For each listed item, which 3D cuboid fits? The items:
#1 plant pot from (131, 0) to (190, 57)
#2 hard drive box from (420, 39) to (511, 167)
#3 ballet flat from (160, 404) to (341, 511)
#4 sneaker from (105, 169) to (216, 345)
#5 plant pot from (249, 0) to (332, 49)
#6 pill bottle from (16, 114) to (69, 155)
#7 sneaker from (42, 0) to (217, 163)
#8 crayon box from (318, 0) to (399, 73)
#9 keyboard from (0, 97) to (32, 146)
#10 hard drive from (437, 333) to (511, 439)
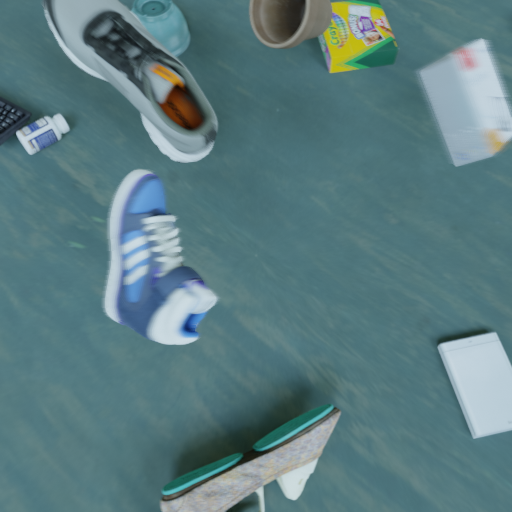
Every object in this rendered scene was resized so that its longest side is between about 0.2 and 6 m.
[{"bbox_3d":[-2.178,-5.067,12.161,1.399,0.937,1.399,0,61,-1],"label":"plant pot"},{"bbox_3d":[2.815,-2.025,7.403,1.051,0.518,1.349,-38,107,-41],"label":"hard drive box"},{"bbox_3d":[0.073,3.034,7.758,2.762,0.940,0.929,-25,84,-8],"label":"ballet flat"},{"bbox_3d":[-0.831,0.052,5.541,1.213,0.668,1.657,15,99,28],"label":"sneaker"},{"bbox_3d":[0.680,-4.074,9.336,1.091,1.251,1.251,-17,56,-48],"label":"plant pot"},{"bbox_3d":[-4.134,-2.393,10.905,0.900,0.499,0.499,-35,66,-18],"label":"pill bottle"},{"bbox_3d":[-1.699,-2.812,8.174,3.225,1.279,1.192,45,77,-12],"label":"sneaker"},{"bbox_3d":[2.142,-4.867,12.292,1.465,0.495,1.699,-8,61,-5],"label":"crayon box"},{"bbox_3d":[-5.674,-2.779,10.909,2.382,0.306,1.430,28,66,21],"label":"keyboard"},{"bbox_3d":[3.527,1.967,8.631,0.962,0.195,1.458,-11,62,-6],"label":"hard drive"}]
